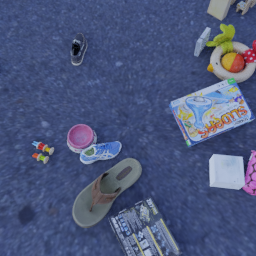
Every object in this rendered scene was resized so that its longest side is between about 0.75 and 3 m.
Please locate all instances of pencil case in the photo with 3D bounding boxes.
[{"bbox_3d":[4.321,1.504,9.517,0.677,0.656,1.446,35,63,-18],"label":"pencil case"}]

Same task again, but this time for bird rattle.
[{"bbox_3d":[4.497,-2.854,11.615,2.801,1.578,2.284,29,78,0],"label":"bird rattle"}]

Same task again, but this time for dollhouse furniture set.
[{"bbox_3d":[4.809,-6.297,13.034,1.968,1.394,2.142,40,70,18],"label":"dollhouse furniture set"}]

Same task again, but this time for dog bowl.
[{"bbox_3d":[-1.705,0.349,10.215,1.109,0.409,1.109,0,62,0],"label":"dog bowl"}]

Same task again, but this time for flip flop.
[{"bbox_3d":[-0.670,1.978,9.152,2.850,0.821,1.156,-39,70,-18],"label":"flip flop"}]

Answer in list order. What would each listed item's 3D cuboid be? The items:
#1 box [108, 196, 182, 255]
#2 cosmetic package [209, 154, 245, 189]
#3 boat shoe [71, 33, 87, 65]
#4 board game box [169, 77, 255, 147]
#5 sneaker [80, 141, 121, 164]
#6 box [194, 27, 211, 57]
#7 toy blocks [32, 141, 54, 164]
[{"bbox_3d":[0.495,3.332,8.664,1.563,0.476,1.940,-26,66,-11],"label":"box"},{"bbox_3d":[3.341,1.486,9.525,0.999,0.614,0.996,5,63,4],"label":"cosmetic package"},{"bbox_3d":[-2.141,-3.543,12.111,0.629,0.543,1.730,3,63,1],"label":"boat shoe"},{"bbox_3d":[3.079,-0.597,10.364,2.613,0.450,1.769,-23,78,-7],"label":"board game box"},{"bbox_3d":[-0.947,0.834,9.867,1.539,0.593,0.583,-20,63,-11],"label":"sneaker"},{"bbox_3d":[3.202,-3.700,12.050,0.208,0.788,1.011,29,67,18],"label":"box"},{"bbox_3d":[-3.157,0.842,10.033,0.791,0.287,0.659,22,65,11],"label":"toy blocks"}]
